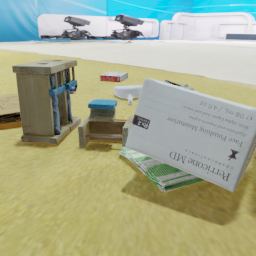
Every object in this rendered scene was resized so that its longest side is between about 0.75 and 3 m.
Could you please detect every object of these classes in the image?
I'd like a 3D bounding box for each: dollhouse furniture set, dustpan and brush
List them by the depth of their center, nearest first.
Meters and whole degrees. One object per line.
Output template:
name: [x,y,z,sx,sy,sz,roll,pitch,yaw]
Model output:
dollhouse furniture set: [-1.135,-0.724,7.139,2.620,1.847,1.836,3,19,9]
dustpan and brush: [0.072,-1.286,10.709,1.283,0.526,1.838,-3,14,0]

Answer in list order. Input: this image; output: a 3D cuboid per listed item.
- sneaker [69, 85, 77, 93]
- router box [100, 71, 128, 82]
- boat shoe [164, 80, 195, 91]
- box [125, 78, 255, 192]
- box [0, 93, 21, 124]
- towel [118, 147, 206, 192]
sneaker: [-2.466,-1.780,11.985,0.555,0.489,1.245,0,28,-20]
router box: [-0.698,-2.642,14.354,1.089,0.296,1.214,7,22,19]
boat shoe: [2.094,-1.689,11.624,1.447,0.464,0.533,18,27,39]
box: [1.304,0.027,5.035,1.901,1.249,1.911,21,11,25]
box: [-3.716,-0.695,8.999,2.394,0.312,2.929,-11,21,-22]
towel: [0.777,0.693,5.773,1.391,0.213,1.823,-9,21,-26]
